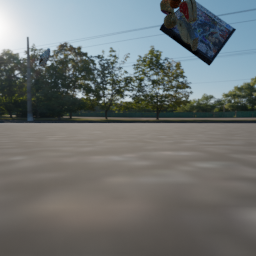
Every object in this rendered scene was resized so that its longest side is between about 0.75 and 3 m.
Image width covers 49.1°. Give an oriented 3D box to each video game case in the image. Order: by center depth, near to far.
[{"bbox_3d":[2.380,-3.280,9.323,1.976,2.187,0.279,37,-33,4],"label":"video game case"}]

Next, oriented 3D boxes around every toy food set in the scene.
[{"bbox_3d":[1.299,-3.396,7.814,0.407,1.644,2.587,-13,41,-5],"label":"toy food set"}]

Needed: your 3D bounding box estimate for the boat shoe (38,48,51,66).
[{"bbox_3d":[-3.203,-2.705,10.675,0.294,0.299,0.842,-1,-34,-39],"label":"boat shoe"}]
